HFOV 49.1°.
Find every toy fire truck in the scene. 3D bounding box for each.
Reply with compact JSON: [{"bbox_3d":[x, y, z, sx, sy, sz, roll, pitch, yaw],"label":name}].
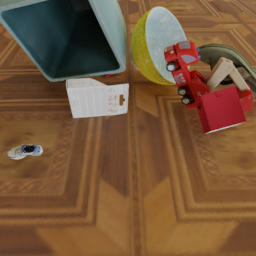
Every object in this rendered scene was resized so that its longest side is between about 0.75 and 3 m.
[{"bbox_3d":[2.182,-1.305,7.438,1.790,2.538,0.619,-17,38,21],"label":"toy fire truck"}]

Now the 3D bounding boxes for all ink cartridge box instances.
[{"bbox_3d":[-0.789,-0.815,7.489,1.551,1.242,0.367,-6,56,-7],"label":"ink cartridge box"}]

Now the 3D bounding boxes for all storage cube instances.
[{"bbox_3d":[2.248,-0.415,6.880,0.988,0.845,0.888,-15,83,3],"label":"storage cube"}]

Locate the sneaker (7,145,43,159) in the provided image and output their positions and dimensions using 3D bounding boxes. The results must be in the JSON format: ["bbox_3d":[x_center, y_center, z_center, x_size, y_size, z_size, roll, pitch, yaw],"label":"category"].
[{"bbox_3d":[-2.325,0.488,6.230,0.783,0.334,0.302,-11,72,0],"label":"sneaker"}]

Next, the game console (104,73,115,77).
[{"bbox_3d":[-0.675,-2.201,9.928,0.800,0.140,0.905,-24,52,-21],"label":"game console"}]

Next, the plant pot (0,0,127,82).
[{"bbox_3d":[-1.582,-3.553,8.562,2.815,2.823,2.876,-3,56,21],"label":"plant pot"}]

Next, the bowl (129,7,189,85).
[{"bbox_3d":[0.819,-2.464,9.038,1.299,2.414,2.414,-9,27,41],"label":"bowl"}]

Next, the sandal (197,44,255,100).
[{"bbox_3d":[2.927,-1.486,7.835,2.511,0.997,0.717,34,72,-8],"label":"sandal"}]
